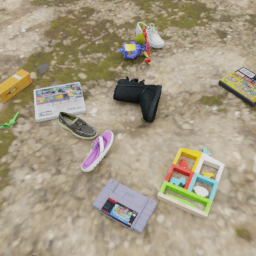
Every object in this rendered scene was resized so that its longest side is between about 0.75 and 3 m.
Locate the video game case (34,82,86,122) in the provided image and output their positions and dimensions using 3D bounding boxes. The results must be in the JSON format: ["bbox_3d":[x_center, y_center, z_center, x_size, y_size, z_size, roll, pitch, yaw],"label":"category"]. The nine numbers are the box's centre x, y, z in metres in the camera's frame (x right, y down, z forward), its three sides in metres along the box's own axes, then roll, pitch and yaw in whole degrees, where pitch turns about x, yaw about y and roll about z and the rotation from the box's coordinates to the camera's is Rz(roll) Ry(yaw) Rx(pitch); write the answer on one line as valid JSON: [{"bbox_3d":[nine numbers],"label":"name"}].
[{"bbox_3d":[-2.918,-1.140,11.898,2.037,0.234,1.856,-12,50,-9],"label":"video game case"}]

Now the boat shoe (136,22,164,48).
[{"bbox_3d":[1.181,-5.065,14.860,0.786,0.907,2.127,-25,53,-20],"label":"boat shoe"}]

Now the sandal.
[{"bbox_3d":[-1.084,0.712,9.945,0.774,0.468,1.903,-5,43,35],"label":"sandal"}]

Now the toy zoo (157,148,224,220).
[{"bbox_3d":[2.216,1.633,9.453,1.646,0.257,2.508,20,52,17],"label":"toy zoo"}]

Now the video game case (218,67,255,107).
[{"bbox_3d":[5.352,-1.903,12.551,1.727,0.244,1.911,-30,56,-24],"label":"video game case"}]

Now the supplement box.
[{"bbox_3d":[-5.049,-1.837,12.275,0.590,0.571,1.715,24,52,20],"label":"supplement box"}]

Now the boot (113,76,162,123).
[{"bbox_3d":[0.322,-1.209,11.550,1.907,0.861,2.328,11,45,8],"label":"boot"}]

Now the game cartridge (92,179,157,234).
[{"bbox_3d":[-0.106,2.413,8.761,1.751,0.336,1.135,23,49,19],"label":"game cartridge"}]

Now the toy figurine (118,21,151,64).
[{"bbox_3d":[0.198,-4.150,13.880,1.504,1.324,2.511,-9,48,-1],"label":"toy figurine"}]

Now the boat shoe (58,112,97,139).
[{"bbox_3d":[-1.987,-0.122,10.768,1.761,0.579,0.629,24,53,20],"label":"boat shoe"}]

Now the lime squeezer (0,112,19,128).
[{"bbox_3d":[-4.762,-0.205,11.045,1.212,0.229,0.428,-39,69,-20],"label":"lime squeezer"}]
